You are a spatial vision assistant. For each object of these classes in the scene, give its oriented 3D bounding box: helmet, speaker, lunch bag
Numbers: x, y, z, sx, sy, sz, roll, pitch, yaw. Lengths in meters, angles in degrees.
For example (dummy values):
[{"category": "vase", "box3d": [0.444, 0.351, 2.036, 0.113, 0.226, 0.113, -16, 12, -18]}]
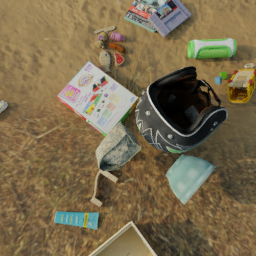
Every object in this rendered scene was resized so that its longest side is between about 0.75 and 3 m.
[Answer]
[{"category": "helmet", "box3d": [1.703, -0.478, 9.939, 2.818, 2.956, 2.956, -30, 77, 3]}, {"category": "speaker", "box3d": [3.528, -3.353, 11.827, 1.882, 0.832, 0.832, -2, 75, -1]}, {"category": "lunch bag", "box3d": [-0.436, 0.717, 9.425, 1.509, 1.238, 0.887, -42, 112, 5]}]

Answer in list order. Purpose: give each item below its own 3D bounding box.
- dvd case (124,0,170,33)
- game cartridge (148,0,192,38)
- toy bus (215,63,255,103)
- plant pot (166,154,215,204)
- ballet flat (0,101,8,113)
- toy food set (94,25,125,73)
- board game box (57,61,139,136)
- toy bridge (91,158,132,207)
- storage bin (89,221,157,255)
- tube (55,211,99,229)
[{"category": "dvd case", "box3d": [1.013, -5.493, 12.707, 1.565, 0.236, 2.144, 27, 78, 7]}, {"category": "game cartridge", "box3d": [1.843, -4.920, 12.356, 1.740, 0.334, 1.128, -41, 95, -14]}, {"category": "toy bus", "box3d": [4.650, -1.725, 11.309, 1.840, 1.736, 0.951, -18, 119, -4]}, {"category": "plant pot", "box3d": [1.965, 1.564, 9.326, 1.086, 1.621, 1.621, 40, 79, 17]}, {"category": "ballet flat", "box3d": [-5.372, -0.688, 11.349, 0.397, 0.397, 1.108, 37, 79, 9]}, {"category": "toy food set", "box3d": [-0.715, -3.520, 12.117, 1.347, 0.334, 2.119, -19, 76, -5]}, {"category": "board game box", "box3d": [-1.198, -1.180, 11.380, 2.651, 0.535, 2.028, 38, 78, 9]}, {"category": "toy bridge", "box3d": [-0.732, 1.808, 10.697, 0.783, 0.317, 2.331, 31, 77, 8]}, {"category": "storage bin", "box3d": [-0.088, 4.926, 9.421, 2.470, 1.166, 2.488, -37, 78, -10]}, {"category": "tube", "box3d": [-1.881, 3.347, 10.291, 1.551, 0.391, 0.600, 6, 88, -3]}]
